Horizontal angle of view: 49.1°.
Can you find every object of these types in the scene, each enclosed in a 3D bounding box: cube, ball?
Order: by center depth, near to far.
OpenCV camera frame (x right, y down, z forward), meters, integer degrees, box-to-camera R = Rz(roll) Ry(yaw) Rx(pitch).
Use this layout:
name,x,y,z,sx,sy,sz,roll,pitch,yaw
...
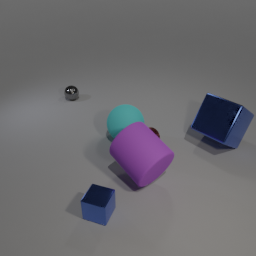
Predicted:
name,x,y,z,sx,sy,sz,roll,pitch,yaw
cube,-0.785,2.051,7.543,0.700,0.700,0.700,11,34,17
cube,3.382,-0.242,10.048,1.400,1.400,1.400,30,9,39
ball,-0.090,-0.174,10.401,1.400,1.400,1.400,0,32,0
ball,-2.722,-1.701,13.511,0.700,0.700,0.700,0,32,0

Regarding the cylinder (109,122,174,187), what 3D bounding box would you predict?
name,x,y,z,sx,sy,sz,roll,pitch,yaw
cylinder,0.402,0.767,8.311,1.400,1.400,1.400,-26,59,-35

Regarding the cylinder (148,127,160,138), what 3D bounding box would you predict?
name,x,y,z,sx,sy,sz,roll,pitch,yaw
cylinder,0.666,0.383,9.817,0.700,0.700,0.700,19,23,27
